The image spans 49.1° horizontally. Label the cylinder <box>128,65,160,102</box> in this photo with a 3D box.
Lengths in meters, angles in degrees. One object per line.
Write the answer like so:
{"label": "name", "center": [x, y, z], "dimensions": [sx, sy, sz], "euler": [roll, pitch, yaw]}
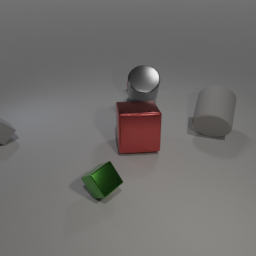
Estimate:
{"label": "cylinder", "center": [0.685, -1.865, 12.663], "dimensions": [1.400, 1.400, 1.400], "euler": [0, 68, 0]}

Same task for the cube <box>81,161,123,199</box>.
{"label": "cube", "center": [-0.698, 1.401, 7.538], "dimensions": [0.700, 0.700, 0.700], "euler": [-35, 5, -33]}

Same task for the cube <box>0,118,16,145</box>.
{"label": "cube", "center": [-4.619, 0.066, 10.024], "dimensions": [0.700, 0.700, 0.700], "euler": [32, 83, 38]}

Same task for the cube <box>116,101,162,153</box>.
{"label": "cube", "center": [0.323, -0.072, 9.736], "dimensions": [1.400, 1.400, 1.400], "euler": [-2, 22, -5]}

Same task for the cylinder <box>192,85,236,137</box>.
{"label": "cylinder", "center": [3.200, -0.610, 10.372], "dimensions": [1.400, 1.400, 1.400], "euler": [10, 59, 18]}
